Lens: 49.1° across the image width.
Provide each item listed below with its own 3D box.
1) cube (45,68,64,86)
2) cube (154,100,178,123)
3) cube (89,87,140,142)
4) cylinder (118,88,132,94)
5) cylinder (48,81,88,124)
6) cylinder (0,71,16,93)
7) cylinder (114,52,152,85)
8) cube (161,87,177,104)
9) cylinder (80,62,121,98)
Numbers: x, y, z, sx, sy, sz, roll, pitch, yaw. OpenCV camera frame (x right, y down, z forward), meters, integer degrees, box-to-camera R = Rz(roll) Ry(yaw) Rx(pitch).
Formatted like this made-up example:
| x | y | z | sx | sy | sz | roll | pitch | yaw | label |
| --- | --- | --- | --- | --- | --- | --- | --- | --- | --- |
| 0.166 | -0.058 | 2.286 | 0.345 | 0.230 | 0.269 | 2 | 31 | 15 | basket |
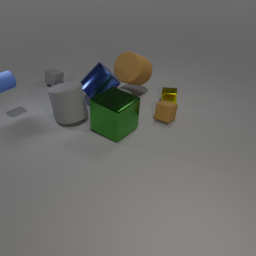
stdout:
| x | y | z | sx | sy | sz | roll | pitch | yaw | label |
| --- | --- | --- | --- | --- | --- | --- | --- | --- | --- |
| -3.948 | -2.706 | 14.989 | 0.700 | 0.700 | 0.700 | 27 | 33 | 22 | cube |
| 1.603 | -0.707 | 11.829 | 0.700 | 0.700 | 0.700 | 20 | 23 | 28 | cube |
| -0.511 | -0.557 | 10.893 | 1.400 | 1.400 | 1.400 | 26 | 42 | 27 | cube |
| -0.279 | -1.455 | 12.977 | 0.700 | 0.700 | 0.700 | 26 | 16 | 35 | cylinder |
| -2.473 | -1.067 | 11.665 | 1.400 | 1.400 | 1.400 | -8 | 24 | 4 | cylinder |
| -4.878 | -1.802 | 10.956 | 0.700 | 0.700 | 0.700 | 23 | 42 | 33 | cylinder |
| 0.260 | -2.768 | 13.205 | 1.400 | 1.400 | 1.400 | 17 | 10 | 25 | cylinder |
| 1.934 | -1.442 | 13.133 | 0.700 | 0.700 | 0.700 | 3 | 32 | 9 | cube |
| -1.303 | -2.088 | 13.039 | 1.400 | 1.400 | 1.400 | -44 | 34 | 10 | cylinder |
